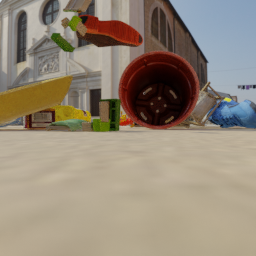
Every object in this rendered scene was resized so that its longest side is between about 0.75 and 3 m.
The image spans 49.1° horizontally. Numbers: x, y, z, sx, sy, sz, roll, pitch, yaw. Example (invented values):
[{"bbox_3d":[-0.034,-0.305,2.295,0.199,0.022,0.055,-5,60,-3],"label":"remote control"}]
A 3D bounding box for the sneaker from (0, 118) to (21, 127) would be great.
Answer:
[{"bbox_3d":[-6.230,-0.391,12.789,2.699,1.022,1.040,2,-19,7],"label":"sneaker"}]

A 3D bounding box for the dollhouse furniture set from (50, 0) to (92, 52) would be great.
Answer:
[{"bbox_3d":[-1.333,-2.712,7.145,0.739,1.478,0.571,16,-14,39],"label":"dollhouse furniture set"}]

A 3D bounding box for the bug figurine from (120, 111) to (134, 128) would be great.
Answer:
[{"bbox_3d":[-0.135,-0.391,11.869,1.590,0.528,2.050,-9,13,25],"label":"bug figurine"}]

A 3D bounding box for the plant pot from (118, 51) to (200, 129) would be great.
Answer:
[{"bbox_3d":[0.911,-0.905,8.430,2.149,2.149,2.090,0,-7,6],"label":"plant pot"}]

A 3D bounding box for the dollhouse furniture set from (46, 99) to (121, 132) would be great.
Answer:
[{"bbox_3d":[-0.847,-0.247,5.277,1.214,0.609,0.795,0,1,26],"label":"dollhouse furniture set"}]

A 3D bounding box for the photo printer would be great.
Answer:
[{"bbox_3d":[3.702,-0.444,11.795,2.045,0.853,2.458,0,1,-27],"label":"photo printer"}]

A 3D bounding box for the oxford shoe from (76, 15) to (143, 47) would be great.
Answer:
[{"bbox_3d":[-0.642,-3.175,9.636,2.317,0.825,0.840,14,-30,-9],"label":"oxford shoe"}]

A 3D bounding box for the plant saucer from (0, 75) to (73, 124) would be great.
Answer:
[{"bbox_3d":[-3.084,-0.661,7.429,2.795,0.677,2.795,-23,16,-28],"label":"plant saucer"}]

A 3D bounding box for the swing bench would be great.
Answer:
[{"bbox_3d":[2.340,-0.743,9.647,0.871,1.336,1.343,44,-15,-9],"label":"swing bench"}]

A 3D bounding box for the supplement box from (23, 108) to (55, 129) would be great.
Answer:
[{"bbox_3d":[-2.723,-0.278,8.519,0.771,0.598,1.397,0,1,-25],"label":"supplement box"}]

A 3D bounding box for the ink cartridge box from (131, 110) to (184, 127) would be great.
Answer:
[{"bbox_3d":[1.247,-0.357,11.609,1.513,0.690,1.837,-1,0,44],"label":"ink cartridge box"}]

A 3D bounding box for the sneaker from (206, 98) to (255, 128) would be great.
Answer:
[{"bbox_3d":[3.319,-0.306,8.913,1.106,0.930,2.821,-33,10,2],"label":"sneaker"}]

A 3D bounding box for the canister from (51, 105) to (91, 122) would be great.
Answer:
[{"bbox_3d":[-2.412,-0.406,11.076,1.439,0.839,1.938,0,-1,12],"label":"canister"}]
